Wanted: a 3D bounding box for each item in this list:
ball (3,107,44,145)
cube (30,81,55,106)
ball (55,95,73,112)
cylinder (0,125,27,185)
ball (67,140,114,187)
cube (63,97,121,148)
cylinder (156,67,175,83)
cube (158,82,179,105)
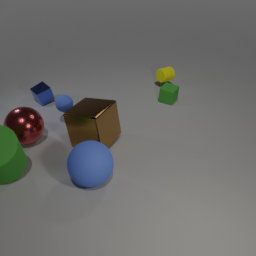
[{"bbox_3d":[-3.776,-0.081,10.204,1.400,1.400,1.400,0,33,0],"label":"ball"},{"bbox_3d":[-3.940,-1.583,12.910,0.700,0.700,0.700,-39,56,-23],"label":"cube"},{"bbox_3d":[-2.519,-0.970,11.065,0.700,0.700,0.700,0,33,0],"label":"ball"},{"bbox_3d":[-3.901,0.825,8.435,1.400,1.400,1.400,3,60,-6],"label":"cylinder"},{"bbox_3d":[-1.131,1.077,8.445,1.400,1.400,1.400,0,33,0],"label":"ball"},{"bbox_3d":[-1.246,-0.153,10.139,1.400,1.400,1.400,8,33,27],"label":"cube"},{"bbox_3d":[1.922,-2.748,14.409,0.700,0.700,0.700,-20,38,-32],"label":"cylinder"},{"bbox_3d":[1.909,-1.606,13.095,0.700,0.700,0.700,21,42,24],"label":"cube"}]
